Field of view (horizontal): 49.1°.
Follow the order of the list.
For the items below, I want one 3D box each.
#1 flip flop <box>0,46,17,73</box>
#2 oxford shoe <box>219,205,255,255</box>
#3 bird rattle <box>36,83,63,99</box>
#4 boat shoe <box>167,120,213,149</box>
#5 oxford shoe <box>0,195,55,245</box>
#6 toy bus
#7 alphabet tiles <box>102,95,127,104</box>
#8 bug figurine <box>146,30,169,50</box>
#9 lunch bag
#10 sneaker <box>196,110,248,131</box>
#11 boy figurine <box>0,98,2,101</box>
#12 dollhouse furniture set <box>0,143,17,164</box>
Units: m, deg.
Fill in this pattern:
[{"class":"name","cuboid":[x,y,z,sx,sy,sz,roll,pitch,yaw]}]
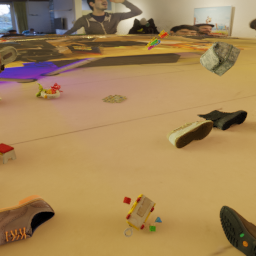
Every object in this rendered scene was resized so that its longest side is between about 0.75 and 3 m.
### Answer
[{"class":"flip flop","cuboid":[-4.710,-2.334,10.208,0.565,0.796,1.964,23,48,18]},{"class":"oxford shoe","cuboid":[2.519,2.238,5.784,0.691,0.595,1.638,2,28,-24]},{"class":"bird rattle","cuboid":[-4.204,-1.892,15.201,1.515,0.854,1.235,-1,32,-35]},{"class":"boat shoe","cuboid":[2.301,0.088,10.299,2.069,0.766,0.687,-17,35,-34]},{"class":"oxford shoe","cuboid":[-2.447,2.084,5.903,0.717,0.702,1.968,22,31,31]},{"class":"toy bus","cuboid":[0.233,1.971,6.386,0.902,0.851,0.466,-6,-19,-16]},{"class":"alphabet tiles","cuboid":[-0.708,-1.550,14.920,1.101,0.042,1.323,11,26,25]},{"class":"bug figurine","cuboid":[0.967,-2.915,9.427,0.720,0.239,0.928,-37,4,-14]},{"class":"lunch bag","cuboid":[3.547,-2.759,11.004,1.091,0.907,1.301,29,-14,-2]},{"class":"sneaker","cuboid":[3.948,-0.459,11.697,2.103,0.632,1.097,-20,35,-32]},{"class":"boy figurine","cuboid":[-6.823,-1.456,14.268,0.799,0.414,1.285,-7,27,-8]},{"class":"dollhouse furniture set","cuboid":[-4.906,0.537,9.058,2.305,0.937,1.240,15,28,30]}]
